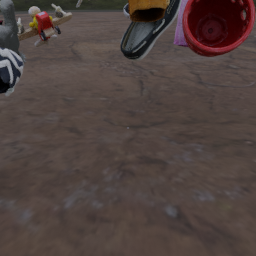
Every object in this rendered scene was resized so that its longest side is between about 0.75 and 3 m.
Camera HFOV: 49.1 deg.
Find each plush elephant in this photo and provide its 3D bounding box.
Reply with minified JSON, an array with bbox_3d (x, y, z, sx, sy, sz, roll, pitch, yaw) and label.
[{"bbox_3d":[-3.237,-2.125,6.586,1.220,1.575,1.297,9,59,13],"label":"plush elephant"}]

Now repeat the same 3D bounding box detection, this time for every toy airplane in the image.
[{"bbox_3d":[-2.618,-3.111,8.502,1.549,1.098,1.556,-20,14,29],"label":"toy airplane"}]

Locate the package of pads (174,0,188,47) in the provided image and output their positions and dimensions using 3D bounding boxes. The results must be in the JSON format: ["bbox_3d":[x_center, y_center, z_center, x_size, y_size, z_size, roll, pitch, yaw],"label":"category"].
[{"bbox_3d":[1.930,-3.140,8.007,0.975,1.618,0.612,12,19,16],"label":"package of pads"}]

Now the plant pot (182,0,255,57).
[{"bbox_3d":[2.049,-2.429,6.610,1.520,1.520,1.384,5,6,11],"label":"plant pot"}]

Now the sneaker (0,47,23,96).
[{"bbox_3d":[-2.537,-1.071,4.533,0.672,1.684,1.096,-33,46,20],"label":"sneaker"}]

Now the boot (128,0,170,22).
[{"bbox_3d":[0.252,-2.466,4.161,0.824,1.677,2.343,-2,22,12],"label":"boot"}]

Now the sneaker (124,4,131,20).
[{"bbox_3d":[0.842,-4.085,8.253,2.205,1.255,0.832,-22,67,0],"label":"sneaker"}]

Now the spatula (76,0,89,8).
[{"bbox_3d":[-1.137,-5.067,10.161,1.492,0.172,2.145,-37,11,-18],"label":"spatula"}]

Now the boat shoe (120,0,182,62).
[{"bbox_3d":[0.456,-2.092,5.407,0.648,1.713,0.517,32,10,21],"label":"boat shoe"}]
